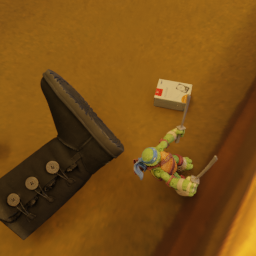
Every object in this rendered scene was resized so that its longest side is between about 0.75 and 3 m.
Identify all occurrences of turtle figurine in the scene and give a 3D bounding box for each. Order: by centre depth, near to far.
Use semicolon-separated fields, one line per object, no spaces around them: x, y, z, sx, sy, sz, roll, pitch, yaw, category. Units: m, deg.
1.265;0.738;6.154;1.996;1.936;1.437;-43;55;2;turtle figurine

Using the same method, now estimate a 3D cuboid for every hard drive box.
1.335;-0.975;8.343;1.014;0.390;0.791;11;57;9;hard drive box

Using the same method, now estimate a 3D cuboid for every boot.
-1.946;0.563;6.081;2.968;0.974;2.447;-41;84;8;boot
